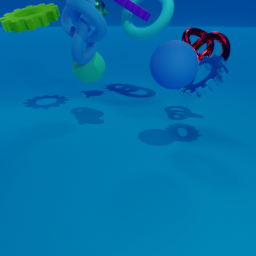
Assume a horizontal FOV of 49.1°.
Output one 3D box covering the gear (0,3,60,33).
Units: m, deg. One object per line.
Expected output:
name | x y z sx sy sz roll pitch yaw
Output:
gear | -3.066 -3.488 8.826 1.767 0.327 1.767 -7 38 5

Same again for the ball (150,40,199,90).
ball | 1.035 -1.415 6.313 1.086 1.086 1.086 0 22 0

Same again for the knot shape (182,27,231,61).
knot shape | 2.241 -2.270 8.125 1.416 1.513 0.699 9 -12 28

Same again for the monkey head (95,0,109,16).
monkey head | -1.339 -4.152 9.862 1.051 0.881 1.461 -30 2 36

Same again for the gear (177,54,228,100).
gear | 1.827 -1.268 6.973 1.299 0.240 1.299 -34 31 24

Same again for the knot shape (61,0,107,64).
knot shape | -1.131 -2.678 7.170 0.863 1.869 1.749 -12 2 -20

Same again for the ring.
ring | 0.666 -4.190 10.214 2.072 2.072 0.414 13 -5 29

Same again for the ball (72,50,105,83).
ball | -1.197 -1.863 8.511 1.000 1.000 1.000 0 22 0

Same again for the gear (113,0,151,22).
gear | 0.049 -4.658 10.620 1.751 0.324 1.751 29 21 -12
